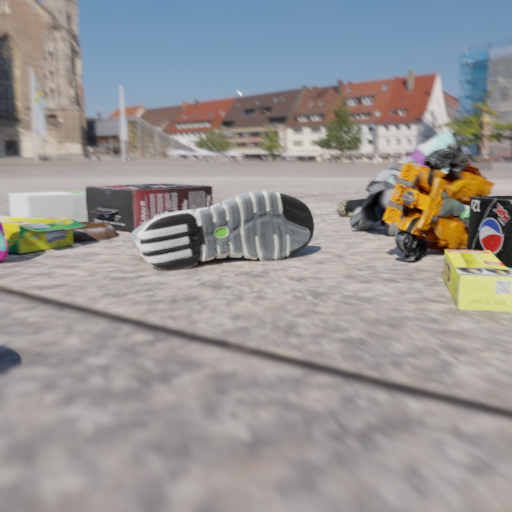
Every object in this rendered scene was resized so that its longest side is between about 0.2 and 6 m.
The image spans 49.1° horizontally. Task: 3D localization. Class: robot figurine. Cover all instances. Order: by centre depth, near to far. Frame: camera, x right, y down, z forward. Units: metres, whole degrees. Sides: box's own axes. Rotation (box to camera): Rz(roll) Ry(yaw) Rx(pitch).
[{"bbox_3d":[2.903,-0.804,8.935,0.744,1.854,2.557,28,16,39],"label":"robot figurine"}]

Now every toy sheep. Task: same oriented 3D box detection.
[{"bbox_3d":[2.428,-0.835,12.447,0.854,0.589,0.589,19,2,-22],"label":"toy sheep"}]

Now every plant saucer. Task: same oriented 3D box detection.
[{"bbox_3d":[-3.662,-0.499,11.431,1.668,0.268,1.668,0,9,0],"label":"plant saucer"}]

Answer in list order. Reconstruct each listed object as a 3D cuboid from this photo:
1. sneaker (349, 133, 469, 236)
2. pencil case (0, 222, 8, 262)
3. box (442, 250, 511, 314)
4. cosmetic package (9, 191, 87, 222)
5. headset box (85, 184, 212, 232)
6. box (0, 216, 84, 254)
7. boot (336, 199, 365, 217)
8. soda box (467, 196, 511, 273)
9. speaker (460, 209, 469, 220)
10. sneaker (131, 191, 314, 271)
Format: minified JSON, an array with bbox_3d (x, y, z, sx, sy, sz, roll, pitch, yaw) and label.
[{"bbox_3d":[3.223,-1.103,11.885,2.539,1.411,3.630,-26,-27,16],"label":"sneaker"},{"bbox_3d":[-4.625,-0.193,7.968,1.987,0.878,0.878,-10,14,-42],"label":"pencil case"},{"bbox_3d":[2.577,0.257,6.561,0.614,0.409,1.632,2,10,14],"label":"box"},{"bbox_3d":[-5.010,-1.177,13.838,0.967,0.762,1.797,11,13,39],"label":"cosmetic package"},{"bbox_3d":[-2.583,-1.175,13.131,1.912,0.992,2.569,8,14,41],"label":"headset box"},{"bbox_3d":[-4.404,-0.415,10.063,2.319,0.561,1.361,2,8,23],"label":"box"},{"bbox_3d":[3.058,-1.347,15.394,1.215,0.581,1.609,4,10,36],"label":"boot"},{"bbox_3d":[4.765,-0.319,7.908,3.400,1.077,1.203,-2,9,-14],"label":"soda box"},{"bbox_3d":[4.661,-0.581,10.720,0.663,0.663,1.499,-5,11,-28],"label":"speaker"},{"bbox_3d":[-0.632,-0.482,9.022,2.909,1.091,1.680,-6,9,-27],"label":"sneaker"}]
